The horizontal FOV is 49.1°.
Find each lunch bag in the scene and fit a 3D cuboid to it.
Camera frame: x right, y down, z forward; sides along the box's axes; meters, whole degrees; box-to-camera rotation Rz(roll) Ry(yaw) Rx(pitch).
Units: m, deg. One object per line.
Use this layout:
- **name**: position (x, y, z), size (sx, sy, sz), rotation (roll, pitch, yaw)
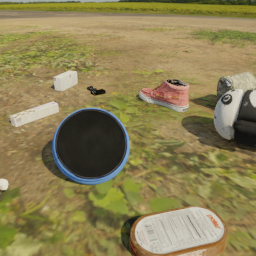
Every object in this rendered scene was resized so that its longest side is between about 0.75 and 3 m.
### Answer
- **lunch bag**: position (4.559, -1.553, 11.708), size (1.697, 1.424, 1.183), rotation (-16, 11, -26)

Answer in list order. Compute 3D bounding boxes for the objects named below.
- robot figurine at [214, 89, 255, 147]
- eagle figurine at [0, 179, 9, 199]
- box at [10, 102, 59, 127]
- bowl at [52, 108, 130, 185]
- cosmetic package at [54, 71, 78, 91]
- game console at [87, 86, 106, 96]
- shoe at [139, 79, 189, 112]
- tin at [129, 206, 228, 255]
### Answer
- **robot figurine**: position (4.305, -0.294, 9.061), size (2.925, 1.825, 2.198), rotation (15, -13, 26)
- **eagle figurine**: position (-3.427, 1.616, 6.880), size (0.658, 0.655, 0.868), rotation (15, 19, 7)
- **box**: position (-3.700, -0.569, 11.201), size (0.382, 0.409, 1.973), rotation (23, 36, 37)
- **bowl**: position (-0.993, 0.454, 7.665), size (2.142, 2.142, 0.420), rotation (-5, -14, -9)
- **cosmetic package**: position (-3.204, -2.453, 14.487), size (0.516, 0.708, 1.393), rotation (11, 30, 20)
- **game console**: position (-1.648, -1.896, 14.036), size (0.676, 0.138, 1.146), rotation (-17, 34, -30)
- **shoe**: position (1.581, -1.660, 12.426), size (2.609, 1.187, 0.932), rotation (25, 36, 39)
- **tin**: position (1.066, 2.228, 5.852), size (2.106, 0.441, 1.179), rotation (-7, 32, -13)
